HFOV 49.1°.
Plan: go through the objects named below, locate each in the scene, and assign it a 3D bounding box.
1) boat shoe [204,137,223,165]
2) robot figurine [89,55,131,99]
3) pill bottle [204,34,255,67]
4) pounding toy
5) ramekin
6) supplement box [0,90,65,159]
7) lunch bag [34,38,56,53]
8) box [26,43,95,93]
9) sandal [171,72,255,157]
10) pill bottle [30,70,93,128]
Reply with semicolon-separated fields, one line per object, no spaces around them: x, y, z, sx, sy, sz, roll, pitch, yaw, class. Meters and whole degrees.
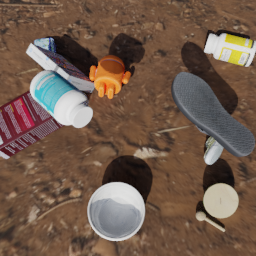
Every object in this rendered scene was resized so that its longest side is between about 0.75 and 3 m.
3.022;0.559;9.755;0.538;0.625;1.735;18;52;35;boat shoe
-0.697;-2.068;11.012;1.354;1.098;1.883;-12;54;31;robot figurine
4.275;-3.345;11.789;1.941;1.080;1.080;18;60;10;pill bottle
2.737;2.322;8.683;1.046;0.629;1.356;25;90;2;pounding toy
-0.333;2.519;8.302;1.650;0.866;1.650;0;58;0;ramekin
-3.429;-0.356;9.791;2.841;0.865;1.546;-30;66;-6;supplement box
-3.590;-3.420;12.213;0.911;0.467;1.133;-7;60;-7;lunch bag
-2.535;-2.279;10.812;2.286;1.782;0.471;39;105;22;box
2.244;-0.270;7.855;2.983;0.639;1.134;46;67;-5;sandal
-1.497;-0.641;6.434;0.861;0.861;1.555;-39;58;-21;pill bottle
